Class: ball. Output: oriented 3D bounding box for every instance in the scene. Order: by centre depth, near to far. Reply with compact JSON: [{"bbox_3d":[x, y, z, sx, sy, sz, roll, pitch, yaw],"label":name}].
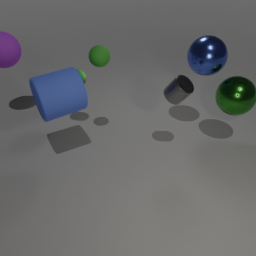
[{"bbox_3d":[-0.923,-2.326,9.071,0.700,0.700,0.700,0,32,0],"label":"ball"},{"bbox_3d":[3.837,-1.141,9.962,1.400,1.400,1.400,0,32,0],"label":"ball"},{"bbox_3d":[2.819,-2.566,9.978,1.400,1.400,1.400,0,32,0],"label":"ball"},{"bbox_3d":[-4.929,-3.062,10.991,1.400,1.400,1.400,0,32,0],"label":"ball"}]

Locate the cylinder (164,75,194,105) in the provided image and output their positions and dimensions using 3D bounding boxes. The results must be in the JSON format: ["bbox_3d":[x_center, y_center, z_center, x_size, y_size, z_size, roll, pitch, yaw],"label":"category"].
[{"bbox_3d":[1.602,-1.203,8.873,0.700,0.700,0.700,15,56,-24],"label":"cylinder"}]

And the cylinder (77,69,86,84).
[{"bbox_3d":[-2.038,-1.776,10.697,0.700,0.700,0.700,12,62,-24],"label":"cylinder"}]

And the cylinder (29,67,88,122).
[{"bbox_3d":[-2.172,-1.068,8.799,1.400,1.400,1.400,-22,37,-21],"label":"cylinder"}]
